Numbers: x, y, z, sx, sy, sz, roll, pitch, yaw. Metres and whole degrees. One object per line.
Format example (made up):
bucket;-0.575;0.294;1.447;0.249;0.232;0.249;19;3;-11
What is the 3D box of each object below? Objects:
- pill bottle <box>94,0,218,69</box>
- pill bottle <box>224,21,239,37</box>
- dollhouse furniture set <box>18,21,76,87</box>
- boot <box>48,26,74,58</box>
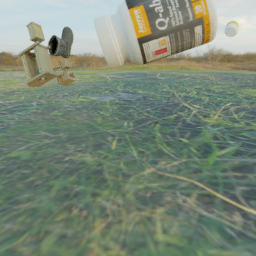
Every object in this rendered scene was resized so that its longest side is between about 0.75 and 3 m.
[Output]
pill bottle;0.555;-2.135;5.919;2.339;1.361;1.361;-17;14;4
pill bottle;3.728;-3.547;10.082;0.465;0.465;0.827;6;33;21
dollhouse furniture set;-2.701;-2.241;9.166;0.956;1.720;1.521;-22;-11;24
boot;-2.435;-3.148;10.078;0.514;1.287;1.416;3;5;12
